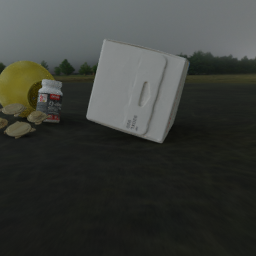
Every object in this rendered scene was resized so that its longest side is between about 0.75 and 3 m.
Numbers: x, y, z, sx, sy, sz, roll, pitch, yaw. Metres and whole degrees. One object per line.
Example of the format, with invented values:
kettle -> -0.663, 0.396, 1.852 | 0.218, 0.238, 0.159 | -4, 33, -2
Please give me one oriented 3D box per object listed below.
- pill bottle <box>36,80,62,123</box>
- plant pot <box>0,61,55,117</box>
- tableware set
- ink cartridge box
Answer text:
pill bottle -> -2.584, -0.878, 9.242 | 0.777, 1.342, 0.777 | 7, 2, 0
plant pot -> -3.405, -1.296, 10.163 | 2.154, 2.154, 1.529 | -9, 20, -39
tableware set -> -3.239, -0.238, 8.150 | 1.704, 0.198, 1.423 | 15, 37, 20
ink cartridge box -> 0.459, -1.143, 8.060 | 2.100, 2.137, 2.903 | 17, 13, 10
